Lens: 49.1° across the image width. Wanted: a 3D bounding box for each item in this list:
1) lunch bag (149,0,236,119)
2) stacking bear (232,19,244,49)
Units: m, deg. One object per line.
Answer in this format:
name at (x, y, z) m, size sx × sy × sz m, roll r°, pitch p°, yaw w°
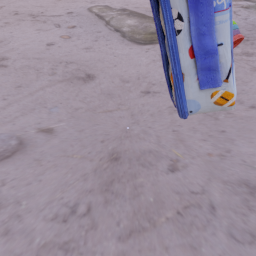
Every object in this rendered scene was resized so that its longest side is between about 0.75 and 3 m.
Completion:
lunch bag at (0.644, -1.292, 2.989) m, size 0.830 × 2.196 × 1.760 m, roll -9°, pitch 35°, yaw 14°
stacking bear at (2.928, -3.084, 8.592) m, size 0.773 × 0.724 × 1.273 m, roll -17°, pitch 76°, yaw -41°
